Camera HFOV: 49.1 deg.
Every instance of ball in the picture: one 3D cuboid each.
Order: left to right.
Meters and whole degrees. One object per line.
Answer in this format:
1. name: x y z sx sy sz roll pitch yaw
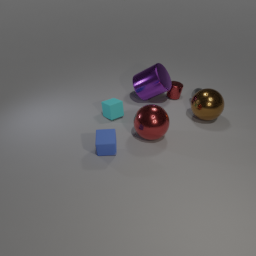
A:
1. ball: 0.914 -0.221 10.905 1.400 1.400 1.400 0 32 0
2. ball: 3.428 -1.010 12.090 1.400 1.400 1.400 0 32 0

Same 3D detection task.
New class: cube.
1. cube: -0.784 0.520 10.136 0.700 0.700 0.700 -3 49 0
2. cube: -0.677 -0.856 12.433 0.700 0.700 0.700 -22 29 -31

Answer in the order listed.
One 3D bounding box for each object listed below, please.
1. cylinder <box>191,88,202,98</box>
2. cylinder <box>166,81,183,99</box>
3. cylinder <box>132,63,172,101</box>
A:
1. cylinder: 3.455 -1.509 13.450 0.700 0.700 0.700 1 21 1
2. cylinder: 2.355 -1.906 14.076 0.700 0.700 0.700 9 34 -6
3. cylinder: 1.164 -2.206 13.495 1.400 1.400 1.400 -22 20 32
